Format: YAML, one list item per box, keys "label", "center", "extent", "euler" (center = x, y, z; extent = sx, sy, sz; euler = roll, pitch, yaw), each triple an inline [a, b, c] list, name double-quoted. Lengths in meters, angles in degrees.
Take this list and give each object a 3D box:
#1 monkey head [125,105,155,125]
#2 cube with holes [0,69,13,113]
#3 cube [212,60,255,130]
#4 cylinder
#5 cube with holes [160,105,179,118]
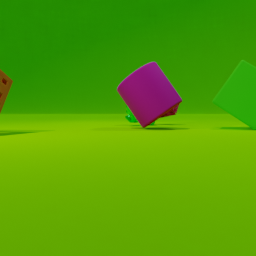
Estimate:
- label: "monkey head"
  center: [0.526, -0.690, 10.018]
  extent: [1.266, 1.060, 1.760]
  euler: [20, 36, -8]
- label: "cube with holes"
  center: [-3.344, -0.776, 5.749]
  extent: [1.135, 1.135, 1.135]
  euler: [-15, -40, 22]
- label: "cube"
  center: [3.460, -0.914, 8.008]
  extent: [1.370, 1.370, 1.370]
  euler: [38, 17, 18]
- label: "cylinder"
  center: [0.610, -0.931, 8.009]
  extent: [1.374, 1.374, 1.374]
  euler: [-34, -3, -2]
- label: "cube with holes"
  center: [1.405, -0.986, 10.751]
  extent: [0.799, 0.799, 0.799]
  euler: [-11, -49, 39]
